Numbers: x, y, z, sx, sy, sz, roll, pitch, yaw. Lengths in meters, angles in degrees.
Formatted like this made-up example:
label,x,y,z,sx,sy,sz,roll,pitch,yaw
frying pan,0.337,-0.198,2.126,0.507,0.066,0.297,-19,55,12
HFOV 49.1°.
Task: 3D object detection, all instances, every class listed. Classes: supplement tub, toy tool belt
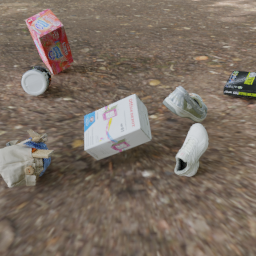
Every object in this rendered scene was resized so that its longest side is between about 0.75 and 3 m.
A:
label,x,y,z,sx,sy,sz,roll,pitch,yaw
supplement tub,-2.872,-1.534,8.904,0.784,0.784,1.280,-4,21,-6
toy tool belt,-1.799,0.523,5.370,0.957,0.972,1.556,-24,11,-5

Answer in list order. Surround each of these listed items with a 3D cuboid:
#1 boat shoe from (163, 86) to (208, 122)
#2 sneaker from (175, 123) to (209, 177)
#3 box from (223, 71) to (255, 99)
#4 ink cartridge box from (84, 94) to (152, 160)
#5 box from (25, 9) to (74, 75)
label,x,y,z,sx,sy,sz,roll,pitch,yaw
boat shoe,1.529,-0.587,6.801,1.857,0.595,0.684,8,34,-51
sneaker,1.183,0.446,5.343,0.426,1.094,0.544,21,14,41
box,3.747,-1.374,8.743,1.206,0.297,1.248,10,41,32
ink cartridge box,-0.225,-0.015,5.573,1.234,0.523,0.892,-21,51,18
box,-2.704,-2.985,9.910,0.935,1.976,1.014,-33,68,-15
